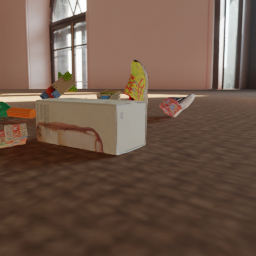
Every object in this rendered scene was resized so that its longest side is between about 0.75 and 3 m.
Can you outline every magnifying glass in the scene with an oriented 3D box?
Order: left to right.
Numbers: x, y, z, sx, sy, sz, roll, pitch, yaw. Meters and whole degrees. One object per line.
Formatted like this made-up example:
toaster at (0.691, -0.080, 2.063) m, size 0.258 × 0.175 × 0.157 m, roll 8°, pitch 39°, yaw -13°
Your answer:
magnifying glass at (-4.330, -0.574, 9.858) m, size 2.818 × 0.316 × 1.122 m, roll 4°, pitch 31°, yaw 29°

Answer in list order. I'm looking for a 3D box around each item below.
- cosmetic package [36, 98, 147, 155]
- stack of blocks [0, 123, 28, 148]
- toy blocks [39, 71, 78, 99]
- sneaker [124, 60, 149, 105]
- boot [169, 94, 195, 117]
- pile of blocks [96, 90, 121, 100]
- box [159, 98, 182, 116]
cosmetic package at (-0.827, -0.127, 6.079) m, size 2.250 × 0.982 × 1.163 m, roll 6°, pitch 10°, yaw 35°
stack of blocks at (-2.290, 0.162, 5.538) m, size 0.503 × 0.256 × 0.874 m, roll -9°, pitch -10°, yaw -25°
toy blocks at (-2.966, -1.469, 11.417) m, size 1.441 × 1.053 × 2.108 m, roll -45°, pitch 14°, yaw -18°
sneaker at (0.285, -1.768, 11.967) m, size 1.025 × 2.270 × 0.887 m, roll -18°, pitch 35°, yaw -18°
boot at (1.987, -1.064, 10.975) m, size 0.703 × 0.566 × 1.557 m, roll 39°, pitch 49°, yaw 18°
pile of blocks at (-0.688, -0.853, 10.636) m, size 0.996 × 0.754 × 2.425 m, roll -2°, pitch 19°, yaw -4°
box at (1.491, -0.753, 9.904) m, size 0.457 × 0.422 × 0.891 m, roll -42°, pitch 13°, yaw 1°
